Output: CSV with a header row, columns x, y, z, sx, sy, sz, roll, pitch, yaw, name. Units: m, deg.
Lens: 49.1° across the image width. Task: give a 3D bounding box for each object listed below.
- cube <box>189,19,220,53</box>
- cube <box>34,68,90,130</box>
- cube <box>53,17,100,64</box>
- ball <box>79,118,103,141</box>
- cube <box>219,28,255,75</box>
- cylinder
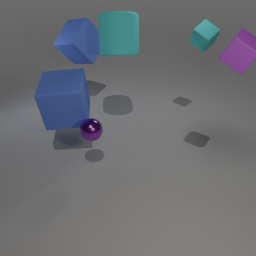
x,y,z,sx,sy,sz,roll,pitch,yaw,name
2.803,-3.368,10.267,0.700,0.700,0.700,43,72,14,cube
-2.039,-0.939,9.086,1.400,1.400,1.400,-6,42,-1,cube
-2.119,-3.810,12.404,1.400,1.400,1.400,12,71,41,cube
-1.107,0.052,8.404,0.700,0.700,0.700,0,31,0,ball
2.841,-1.912,6.987,0.700,0.700,0.700,39,49,6,cube
-0.325,-3.263,9.855,1.400,1.400,1.400,-1,15,0,cylinder
